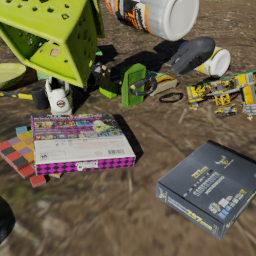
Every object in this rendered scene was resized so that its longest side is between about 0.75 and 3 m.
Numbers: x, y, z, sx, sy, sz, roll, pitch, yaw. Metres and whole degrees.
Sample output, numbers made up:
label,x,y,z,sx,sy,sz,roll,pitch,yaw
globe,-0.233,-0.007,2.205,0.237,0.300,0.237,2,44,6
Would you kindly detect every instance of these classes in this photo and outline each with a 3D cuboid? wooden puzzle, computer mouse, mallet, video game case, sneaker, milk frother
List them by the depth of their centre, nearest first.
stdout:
label,x,y,z,sx,sy,sz,roll,pitch,yaw
computer mouse,0.941,-1.454,6.760,2.429,0.413,0.712,-29,58,27
video game case,-1.309,0.323,7.644,2.466,0.442,2.235,-3,33,-21
wooden puzzle,-2.549,0.573,7.813,2.728,0.192,1.618,29,43,35
sneaker,-2.483,-1.508,10.058,0.995,1.189,2.686,-13,35,-16
mallet,-3.812,-1.051,10.133,2.250,0.741,0.463,2,30,31
milk frother,-1.664,-2.227,10.850,1.197,1.326,1.247,7,33,41

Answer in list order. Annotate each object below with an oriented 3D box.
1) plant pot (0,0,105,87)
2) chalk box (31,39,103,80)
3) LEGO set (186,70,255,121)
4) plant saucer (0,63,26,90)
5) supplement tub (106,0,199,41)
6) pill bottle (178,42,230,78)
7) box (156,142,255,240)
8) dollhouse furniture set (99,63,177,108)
label,x,y,z,sx,sy,sz,roll,pitch,yaw
plant pot,-1.796,-2.612,7.131,2.139,2.128,1.941,22,74,11
chalk box,-2.617,-3.393,12.266,2.890,1.789,1.798,-10,36,-14
LEGO set,3.404,-0.906,9.323,2.723,1.578,2.094,-18,8,-30
plant saucer,-5.465,-1.982,11.241,2.763,0.429,2.763,-4,30,2
supplement tub,0.685,-4.019,9.073,1.749,1.749,2.855,-27,46,-34
pill bottle,3.272,-3.115,12.367,1.216,1.216,2.171,-24,41,-31
box,1.940,1.281,6.445,2.131,0.544,1.681,-28,42,-36
dollhouse furniture set,0.443,-2.088,10.704,2.731,1.370,1.789,-24,41,-32
